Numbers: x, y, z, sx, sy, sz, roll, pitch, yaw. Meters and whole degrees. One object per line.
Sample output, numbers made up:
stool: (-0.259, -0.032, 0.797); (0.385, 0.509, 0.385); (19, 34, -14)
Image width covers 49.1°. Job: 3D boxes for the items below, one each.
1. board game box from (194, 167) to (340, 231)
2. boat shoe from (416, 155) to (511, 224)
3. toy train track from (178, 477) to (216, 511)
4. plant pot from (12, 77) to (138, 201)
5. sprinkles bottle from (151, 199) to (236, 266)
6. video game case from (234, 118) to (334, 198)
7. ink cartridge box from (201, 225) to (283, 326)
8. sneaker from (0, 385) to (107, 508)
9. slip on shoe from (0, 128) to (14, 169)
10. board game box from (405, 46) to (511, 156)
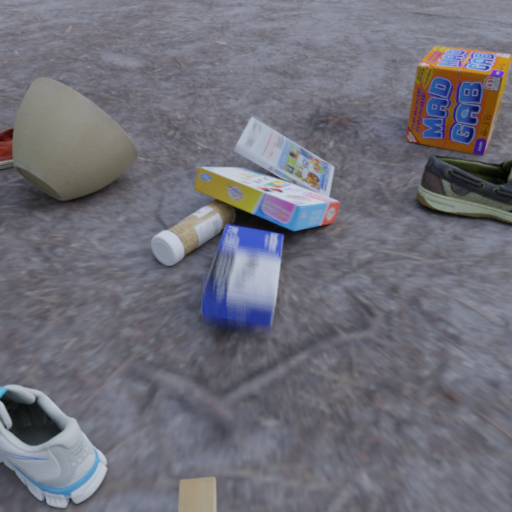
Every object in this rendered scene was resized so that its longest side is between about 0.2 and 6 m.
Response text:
board game box: (0.191, -0.981, 9.154); (1.936, 0.390, 1.481); (25, 19, 27)
boat shoe: (4.277, -1.162, 9.434); (2.959, 0.972, 1.057); (7, 36, 10)
toy train track: (-1.042, 2.696, 4.493); (2.761, 0.449, 1.584); (-5, 42, 2)
plant pot: (-3.353, -1.809, 9.750); (2.123, 2.123, 1.425); (23, 72, 29)
sprinkles bottle: (-0.949, -0.399, 8.759); (0.510, 0.510, 1.496); (23, 40, 29)
video game case: (0.563, -1.771, 10.253); (1.859, 0.168, 1.331); (29, 35, -8)
ink cartridge box: (-0.136, 0.191, 7.630); (0.896, 0.422, 1.907); (9, 27, 1)
sneaker: (-2.531, 1.569, 5.557); (2.299, 0.996, 0.862); (12, 38, 19)
slip on shoe: (-4.522, -2.397, 11.445); (2.304, 0.705, 0.853); (-24, 40, -32)
board game box: (4.316, -3.349, 11.949); (1.655, 1.656, 1.655); (16, 38, 21)
